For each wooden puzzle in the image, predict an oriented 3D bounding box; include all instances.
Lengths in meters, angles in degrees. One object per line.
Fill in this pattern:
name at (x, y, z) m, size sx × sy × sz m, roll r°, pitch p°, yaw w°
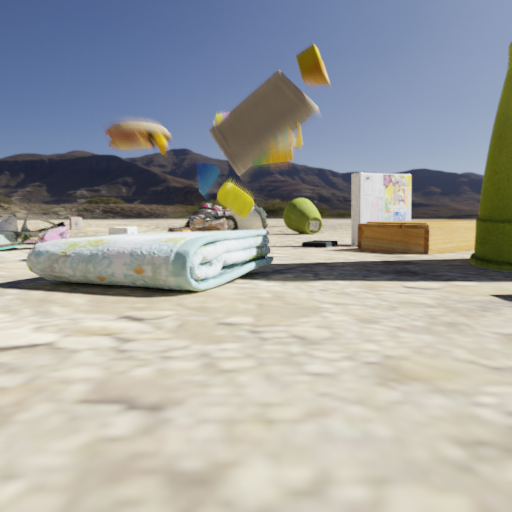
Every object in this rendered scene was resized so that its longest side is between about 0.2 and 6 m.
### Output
wooden puzzle at (0.105, -2.116, 8.837) m, size 2.671 × 0.312 × 1.802 m, roll -34°, pitch 41°, yaw 13°

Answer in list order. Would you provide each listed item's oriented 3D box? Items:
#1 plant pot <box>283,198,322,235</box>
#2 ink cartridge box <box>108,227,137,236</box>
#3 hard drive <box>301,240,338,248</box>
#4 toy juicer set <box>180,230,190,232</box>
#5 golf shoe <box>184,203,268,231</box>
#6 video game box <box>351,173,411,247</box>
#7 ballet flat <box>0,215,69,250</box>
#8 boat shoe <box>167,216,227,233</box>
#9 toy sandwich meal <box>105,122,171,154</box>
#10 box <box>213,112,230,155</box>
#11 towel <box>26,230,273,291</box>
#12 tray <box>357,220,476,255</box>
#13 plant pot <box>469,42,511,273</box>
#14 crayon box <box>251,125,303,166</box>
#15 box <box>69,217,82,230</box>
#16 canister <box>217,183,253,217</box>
plant pot at (1.650, -1.180, 18.360) m, size 1.165 × 1.165 × 1.245 m, roll -2°, pitch 20°, yaw -20°
ink cartridge box at (-3.743, -0.649, 15.729) m, size 0.567 × 0.326 × 0.781 m, roll 1°, pitch 5°, yaw 7°
hard drive at (1.386, -0.257, 12.161) m, size 0.557 × 0.131 × 0.798 m, roll 2°, pitch 5°, yaw 26°
toy juicer set at (-1.337, -0.202, 9.439) m, size 1.738 × 0.473 × 1.106 m, roll 5°, pitch 6°, yaw 40°
golf shoe at (-0.910, -0.946, 16.955) m, size 2.769 × 1.069 × 1.220 m, roll 2°, pitch 27°, yaw 38°
video game box at (2.791, -1.027, 12.481) m, size 1.473 × 1.617 × 0.379 m, roll -2°, pitch 4°, yaw -26°
ballet flat at (-4.659, -0.462, 11.199) m, size 0.681 × 0.701 × 1.969 m, roll 4°, pitch 6°, yaw 39°
boat shoe at (-1.683, -0.826, 15.959) m, size 1.762 × 0.638 × 0.637 m, roll -2°, pitch 5°, yaw -23°
toy sandwich meal at (-2.392, -2.336, 11.365) m, size 1.444 × 0.494 × 1.444 m, roll 0°, pitch -2°, yaw 0°
box at (-0.401, -2.734, 12.291) m, size 0.891 × 0.784 × 0.431 m, roll -14°, pitch -8°, yaw -13°
towel at (-1.064, 0.017, 6.516) m, size 1.995 × 0.561 × 2.331 m, roll -1°, pitch 4°, yaw 23°
tray at (3.809, -0.441, 11.627) m, size 3.318 × 0.614 × 1.637 m, roll -3°, pitch 6°, yaw -40°
plant pot at (4.637, -1.508, 7.639) m, size 3.287 × 3.165 × 3.287 m, roll -3°, pitch 7°, yaw 0°
crayon box at (0.203, -2.029, 10.027) m, size 1.239 × 0.779 × 0.320 m, roll -7°, pitch -37°, yaw 7°
box at (-7.334, -1.313, 22.744) m, size 0.424 × 0.498 × 0.778 m, roll -2°, pitch 5°, yaw -24°
canister at (-0.403, -1.094, 10.709) m, size 0.691 × 0.402 × 0.930 m, roll 36°, pitch 6°, yaw -9°
